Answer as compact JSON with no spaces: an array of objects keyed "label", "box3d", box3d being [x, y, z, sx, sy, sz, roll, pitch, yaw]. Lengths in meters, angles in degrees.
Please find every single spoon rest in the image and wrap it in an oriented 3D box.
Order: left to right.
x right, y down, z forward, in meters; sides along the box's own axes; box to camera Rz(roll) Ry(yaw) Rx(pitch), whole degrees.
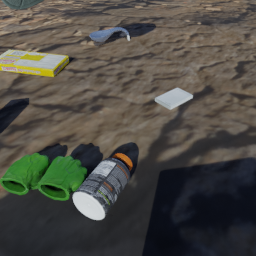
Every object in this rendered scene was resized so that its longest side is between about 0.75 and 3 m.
[{"label":"spoon rest","box3d":[-0.815,-4.169,12.456,1.791,0.543,0.890,-3,37,-5]}]

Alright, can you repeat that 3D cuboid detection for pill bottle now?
[{"label":"pill bottle","box3d":[-0.408,1.057,5.438,0.703,0.703,1.323,18,41,22]}]

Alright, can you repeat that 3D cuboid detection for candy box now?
[{"label":"candy box","box3d":[-3.598,-2.408,10.297,2.535,0.335,1.296,9,41,12]}]

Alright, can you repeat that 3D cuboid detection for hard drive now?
[{"label":"hard drive","box3d":[1.394,-0.909,8.500,0.989,0.132,0.652,-28,45,-31]}]

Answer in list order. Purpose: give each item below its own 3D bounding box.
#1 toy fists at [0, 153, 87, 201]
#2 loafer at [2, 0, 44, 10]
[{"label":"toy fists","box3d":[-1.641,0.941,5.607,1.716,0.590,0.875,1,37,21]},{"label":"loafer","box3d":[-1.626,-3.698,6.620,2.969,1.067,0.934,-23,41,-12]}]
